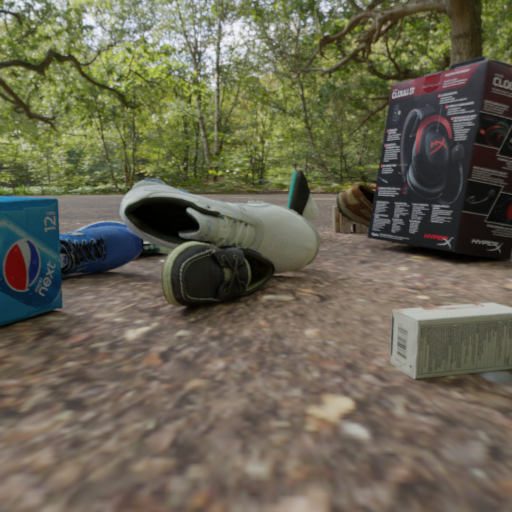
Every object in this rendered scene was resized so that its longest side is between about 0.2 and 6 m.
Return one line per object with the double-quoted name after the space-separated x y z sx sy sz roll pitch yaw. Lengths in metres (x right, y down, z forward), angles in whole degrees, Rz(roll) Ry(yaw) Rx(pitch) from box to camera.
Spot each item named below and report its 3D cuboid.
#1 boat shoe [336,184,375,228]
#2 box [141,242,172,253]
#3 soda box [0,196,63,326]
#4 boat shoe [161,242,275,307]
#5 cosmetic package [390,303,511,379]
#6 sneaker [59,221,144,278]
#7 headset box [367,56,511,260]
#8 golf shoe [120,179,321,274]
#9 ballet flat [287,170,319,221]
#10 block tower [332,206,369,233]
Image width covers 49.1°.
2.984 -1.072 13.331 2.262 0.856 0.835 16 -38 -29 "boat shoe"
-2.350 -0.145 10.960 1.181 0.215 0.852 -8 5 -40 "box"
-4.193 -0.053 6.530 3.877 1.315 1.244 4 9 22 "soda box"
-0.384 0.186 6.929 0.696 0.757 2.118 -2 2 23 "boat shoe"
1.599 0.661 4.482 0.952 0.492 0.415 -1 8 -14 "cosmetic package"
-2.784 0.010 8.514 2.155 0.846 0.961 -10 17 -12 "sneaker"
3.796 -1.988 11.068 1.413 3.766 2.799 6 4 -23 "headset box"
-0.512 -0.296 8.072 3.024 1.184 1.470 11 8 -3 "golf shoe"
0.676 -0.579 9.149 0.579 1.693 0.576 14 29 -4 "ballet flat"
3.545 -1.020 15.595 2.762 0.798 0.746 -2 8 1 "block tower"
